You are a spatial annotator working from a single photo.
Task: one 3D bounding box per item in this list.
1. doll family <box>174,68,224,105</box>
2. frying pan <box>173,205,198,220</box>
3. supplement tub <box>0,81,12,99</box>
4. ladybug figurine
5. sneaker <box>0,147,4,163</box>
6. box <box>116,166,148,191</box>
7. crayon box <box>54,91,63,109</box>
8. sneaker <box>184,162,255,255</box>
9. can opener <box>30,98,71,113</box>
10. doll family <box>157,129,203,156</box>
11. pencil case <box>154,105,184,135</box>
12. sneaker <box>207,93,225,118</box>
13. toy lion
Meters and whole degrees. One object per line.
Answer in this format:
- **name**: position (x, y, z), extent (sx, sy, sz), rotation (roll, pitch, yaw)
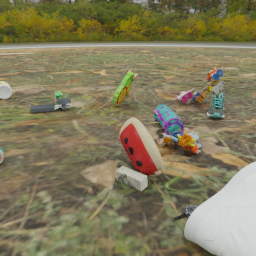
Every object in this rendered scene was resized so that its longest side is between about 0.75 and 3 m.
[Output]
- **doll family**: position (3.641, -1.741, 13.516), extent (2.685, 1.210, 1.667), rotation (-35, 8, 11)
- **frying pan**: position (1.299, 1.811, 6.089), extent (0.729, 0.119, 0.441), rotation (1, 21, -5)
- **supplement tub**: position (-6.674, -2.034, 14.924), extent (0.823, 0.823, 1.132), rotation (-11, 25, -27)
- **ladybug figurine**: position (0.300, 0.534, 7.431), extent (0.661, 1.248, 1.838), rotation (-23, 51, -11)
- **sneaker**: position (-4.507, 0.827, 7.962), extent (1.812, 0.647, 0.724), rotation (-3, 17, -23)
- **box**: position (0.092, 1.276, 7.112), extent (0.818, 0.336, 0.280), rotation (16, 32, 38)
- **crayon box**: position (-3.339, -1.382, 13.527), extent (0.308, 0.628, 1.058), rotation (-7, 22, -17)
- **sneaker**: position (2.551, 1.680, 5.363), extent (2.735, 1.007, 1.580), rotation (-27, 35, -33)
- **can opener**: position (-3.509, -1.061, 12.729), extent (1.813, 0.606, 0.484), rotation (-6, 22, -14)
- **doll family**: position (1.622, 0.346, 8.988), extent (1.553, 0.700, 0.964), rotation (17, 27, 36)
- **pencil case**: position (1.489, -0.289, 10.530), extent (0.816, 0.752, 1.767), rotation (15, 17, -15)
- **sneaker**: position (3.893, -1.033, 12.280), extent (0.751, 0.883, 1.936), rotation (6, 23, 15)
- **toy lion**: position (-0.209, -1.827, 13.260), extent (0.526, 1.531, 1.467), rotation (30, 36, 14)
